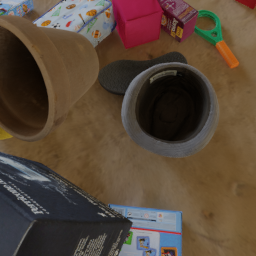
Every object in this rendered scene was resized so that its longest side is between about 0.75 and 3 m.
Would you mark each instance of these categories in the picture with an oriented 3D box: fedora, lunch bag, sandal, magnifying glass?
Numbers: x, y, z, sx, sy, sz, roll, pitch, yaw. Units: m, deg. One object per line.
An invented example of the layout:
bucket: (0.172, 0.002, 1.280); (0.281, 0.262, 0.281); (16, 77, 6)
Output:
fedora: (1.153, -0.390, 7.917); (2.571, 1.312, 2.907); (12, 68, 5)
lunch bag: (-1.838, -3.409, 9.276); (2.210, 1.042, 2.758); (35, 69, 31)
sandal: (0.514, -1.641, 8.921); (2.983, 0.639, 1.134); (-13, 74, -16)
magnifying glass: (3.025, -3.114, 9.686); (1.007, 0.283, 2.529); (-21, 67, -9)

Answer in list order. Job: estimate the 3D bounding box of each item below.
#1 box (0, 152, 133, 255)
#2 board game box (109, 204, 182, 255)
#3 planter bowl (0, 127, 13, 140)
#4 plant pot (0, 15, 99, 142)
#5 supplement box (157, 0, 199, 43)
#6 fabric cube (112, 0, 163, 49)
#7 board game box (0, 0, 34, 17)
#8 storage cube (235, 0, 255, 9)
box: (-1.821, 1.564, 4.589); (2.741, 2.787, 1.637); (24, 84, 29)
board game box: (0.316, 3.207, 6.682); (1.909, 0.462, 2.524); (6, 58, 2)
planter bowl: (-3.723, -0.510, 7.661); (2.990, 2.990, 1.245); (27, 104, 11)
plant pot: (-1.658, -1.155, 5.746); (2.309, 2.309, 2.014); (37, 39, 14)
supplement box: (1.561, -3.819, 9.585); (0.760, 0.964, 1.473); (-41, 72, -15)
fabric cube: (0.274, -3.708, 9.335); (1.306, 1.331, 1.327); (-18, 68, -9)
board game box: (-4.590, -3.869, 9.169); (2.064, 0.499, 2.729); (4, 35, 2)
storage cube: (4.520, -5.131, 10.128); (1.102, 0.991, 0.942); (34, 71, 13)
